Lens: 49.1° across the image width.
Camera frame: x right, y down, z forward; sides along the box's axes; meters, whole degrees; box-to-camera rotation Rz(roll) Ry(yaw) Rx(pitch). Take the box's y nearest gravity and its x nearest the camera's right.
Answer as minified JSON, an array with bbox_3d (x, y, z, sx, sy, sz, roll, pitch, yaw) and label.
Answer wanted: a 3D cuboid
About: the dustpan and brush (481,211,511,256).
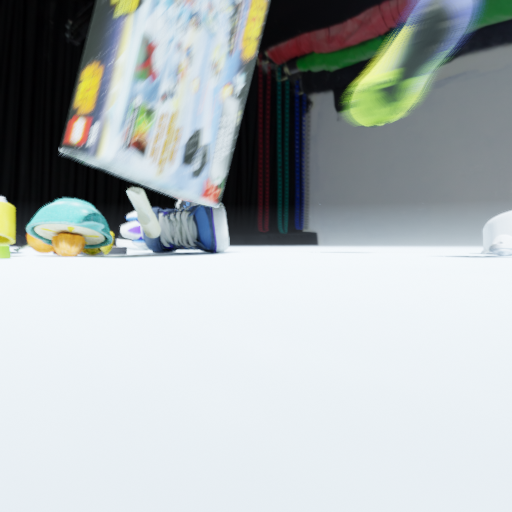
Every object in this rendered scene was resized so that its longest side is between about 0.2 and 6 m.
[{"bbox_3d":[4.922,-0.358,10.169,2.406,0.986,3.447,-15,-16,42],"label":"dustpan and brush"}]

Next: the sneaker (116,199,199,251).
[{"bbox_3d":[-2.666,-1.043,17.155,3.153,1.764,1.152,0,1,-18],"label":"sneaker"}]

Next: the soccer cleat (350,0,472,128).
[{"bbox_3d":[2.645,-3.348,9.654,0.966,1.249,2.986,36,-32,-1],"label":"soccer cleat"}]

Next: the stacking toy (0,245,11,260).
[{"bbox_3d":[-4.257,-0.360,7.398,1.761,0.821,1.945,-1,2,-31],"label":"stacking toy"}]

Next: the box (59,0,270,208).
[{"bbox_3d":[-0.967,-3.128,7.915,0.880,4.413,3.021,13,-1,22],"label":"box"}]

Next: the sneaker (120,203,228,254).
[{"bbox_3d":[-1.769,-0.489,11.619,1.969,1.083,2.689,-9,7,-17],"label":"sneaker"}]

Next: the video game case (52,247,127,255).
[{"bbox_3d":[-3.149,-0.090,10.562,1.195,0.152,1.080,-2,2,-27],"label":"video game case"}]

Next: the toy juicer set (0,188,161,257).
[{"bbox_3d":[-2.653,-0.286,8.711,3.021,0.822,1.922,-4,-18,19],"label":"toy juicer set"}]

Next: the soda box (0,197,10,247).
[{"bbox_3d":[-5.781,-0.589,11.637,1.176,1.099,3.452,0,1,-23],"label":"soda box"}]
